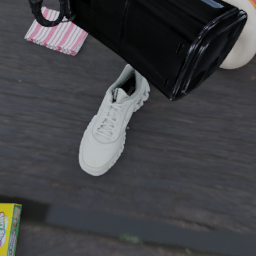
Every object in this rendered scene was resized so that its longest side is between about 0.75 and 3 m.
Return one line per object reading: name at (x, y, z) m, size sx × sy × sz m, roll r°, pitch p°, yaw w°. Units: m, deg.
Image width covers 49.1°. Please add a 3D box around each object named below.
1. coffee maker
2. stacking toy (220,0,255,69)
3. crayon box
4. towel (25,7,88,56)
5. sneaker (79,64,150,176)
coffee maker at (0.226, -1.520, 4.228) m, size 2.228 × 1.562 × 2.319 m, roll -43°, pitch 69°, yaw -12°
stacking toy at (3.415, -2.854, 7.718) m, size 2.605 × 1.903 × 1.903 m, roll -24°, pitch 72°, yaw -26°
crayon box at (-3.377, 2.633, 6.242) m, size 1.608 × 0.543 × 1.864 m, roll 2°, pitch 72°, yaw -1°
towel at (-2.046, -2.894, 8.246) m, size 1.679 × 0.251 × 1.229 m, roll 19°, pitch 72°, yaw 6°
sneaker at (-0.376, -0.283, 6.891) m, size 1.115 × 1.203 × 2.968 m, roll 23°, pitch 74°, yaw 6°
